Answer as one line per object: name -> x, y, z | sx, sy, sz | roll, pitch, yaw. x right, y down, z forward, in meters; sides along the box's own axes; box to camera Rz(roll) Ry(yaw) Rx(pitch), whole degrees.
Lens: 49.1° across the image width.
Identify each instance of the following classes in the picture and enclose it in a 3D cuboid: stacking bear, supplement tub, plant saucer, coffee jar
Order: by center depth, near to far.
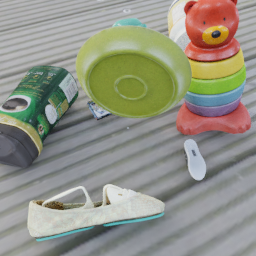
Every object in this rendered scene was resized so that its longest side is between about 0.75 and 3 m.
plant saucer -> 0.082, -0.997, 6.202 | 2.608, 2.608, 0.405 | 6, 52, 5
stacking bear -> 1.945, -1.491, 6.529 | 1.788, 2.944, 1.674 | -2, 38, 14
coffee jar -> -2.393, -0.317, 6.841 | 1.427, 1.168, 2.737 | 7, 48, 20
supplement tub -> 2.091, -3.247, 9.197 | 1.510, 1.510, 2.091 | 2, 50, 2

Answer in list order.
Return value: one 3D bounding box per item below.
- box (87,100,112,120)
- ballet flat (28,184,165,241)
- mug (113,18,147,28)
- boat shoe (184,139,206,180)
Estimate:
box -> -0.619, -0.599, 7.667 | 0.831, 0.157, 0.568 | -23, 65, -27
ballet flat -> -0.589, 1.491, 5.354 | 2.660, 0.897, 0.829 | -9, 85, -8
mug -> -0.041, -3.056, 9.112 | 0.819, 1.325, 1.089 | -21, 66, -29
boat shoe -> 1.496, 0.773, 6.440 | 0.383, 0.363, 1.097 | -8, 47, -3
